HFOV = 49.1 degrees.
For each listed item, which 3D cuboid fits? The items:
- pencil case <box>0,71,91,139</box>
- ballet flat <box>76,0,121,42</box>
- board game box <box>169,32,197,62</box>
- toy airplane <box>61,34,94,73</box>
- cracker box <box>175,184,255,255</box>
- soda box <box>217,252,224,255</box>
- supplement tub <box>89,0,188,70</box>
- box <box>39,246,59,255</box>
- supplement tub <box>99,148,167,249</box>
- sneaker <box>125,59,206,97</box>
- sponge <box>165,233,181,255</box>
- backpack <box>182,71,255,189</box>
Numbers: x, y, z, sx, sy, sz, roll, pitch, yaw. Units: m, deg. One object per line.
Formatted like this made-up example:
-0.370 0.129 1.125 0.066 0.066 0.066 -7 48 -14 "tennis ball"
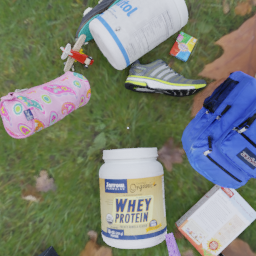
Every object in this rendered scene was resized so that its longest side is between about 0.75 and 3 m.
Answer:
-2.146 -0.731 7.625 1.206 2.758 1.206 11 117 23 "pencil case"
-0.969 -4.251 10.347 2.640 0.964 0.964 -40 87 4 "ballet flat"
2.081 -3.059 10.547 0.704 0.186 0.920 27 87 2 "board game box"
-1.928 -2.682 10.163 1.176 0.830 1.171 -23 131 -10 "toy airplane"
3.103 3.238 9.911 2.391 0.690 1.601 -42 87 -1 "cracker box"
3.659 5.138 9.910 0.517 0.462 1.460 -44 87 -1 "soda box"
0.338 -3.574 9.710 2.947 1.945 1.945 -36 87 -3 "supplement tub"
-3.013 5.999 9.289 2.672 1.656 2.627 -38 85 -2 "box"
0.142 2.165 9.264 2.145 2.145 2.970 -3 86 0 "supplement tub"
1.381 -1.849 10.070 2.918 1.078 1.181 7 83 -1 "sneaker"
1.448 3.941 8.064 0.257 0.962 1.724 -17 121 5 "sponge"
2.757 0.198 7.307 2.196 2.268 2.703 39 108 -7 "backpack"
